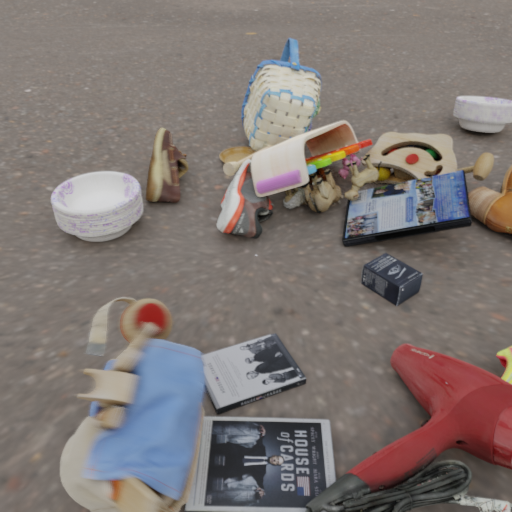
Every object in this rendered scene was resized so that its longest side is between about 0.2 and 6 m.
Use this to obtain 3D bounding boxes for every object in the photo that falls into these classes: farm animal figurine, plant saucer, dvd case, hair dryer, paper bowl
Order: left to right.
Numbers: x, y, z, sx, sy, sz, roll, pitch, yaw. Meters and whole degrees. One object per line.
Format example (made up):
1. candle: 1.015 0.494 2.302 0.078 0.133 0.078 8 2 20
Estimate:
1. paper bowl: -3.009 -0.893 10.758 1.657 0.862 1.657 0 36 0
2. plant saucer: -0.365 -2.307 13.321 1.010 0.179 1.010 0 36 0
3. dvd case: -0.108 1.616 7.869 1.324 0.164 0.995 -15 38 -19
4. dvd case: 0.075 2.484 6.620 1.695 0.210 1.274 0 36 1
5. farm animal figurine: 1.562 -1.352 11.322 1.604 0.845 1.622 -38 23 -34
6. dvd case: 2.808 -0.899 10.592 2.291 0.201 1.635 -9 37 22
7. hair dryer: 1.997 2.041 6.388 2.646 0.944 3.474 3 24 12
8. paper bowl: 5.904 -3.665 14.547 1.502 0.781 1.502 4 23 -2

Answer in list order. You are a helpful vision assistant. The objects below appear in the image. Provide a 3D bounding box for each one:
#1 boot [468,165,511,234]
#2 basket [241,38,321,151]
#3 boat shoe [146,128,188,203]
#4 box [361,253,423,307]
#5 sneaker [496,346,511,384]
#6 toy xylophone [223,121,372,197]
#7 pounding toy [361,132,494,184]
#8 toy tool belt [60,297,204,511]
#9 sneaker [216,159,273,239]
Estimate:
1. boot: 5.486 -1.030 10.926 2.333 0.895 1.811 -21 41 -26
2. basket: 0.588 -3.742 13.706 1.788 2.267 2.571 7 48 -14
3. boat shoe: -1.912 -1.970 12.327 0.828 0.830 2.301 10 40 -14
4. box: 2.258 0.384 9.361 0.598 0.421 0.808 -25 42 -30
5. sneaker: 3.499 1.890 7.169 0.832 0.720 1.843 -17 35 30
6. toy xylophone: 0.844 -2.068 11.827 2.393 0.821 3.268 -9 16 41
7. pounding toy: 3.630 -1.627 11.998 2.525 1.449 1.444 10 64 29
8. toy tool belt: -1.146 1.523 5.987 1.557 1.533 2.494 17 65 -23
9. sneaker: -0.138 -1.054 11.239 0.964 0.907 2.354 25 38 -11
